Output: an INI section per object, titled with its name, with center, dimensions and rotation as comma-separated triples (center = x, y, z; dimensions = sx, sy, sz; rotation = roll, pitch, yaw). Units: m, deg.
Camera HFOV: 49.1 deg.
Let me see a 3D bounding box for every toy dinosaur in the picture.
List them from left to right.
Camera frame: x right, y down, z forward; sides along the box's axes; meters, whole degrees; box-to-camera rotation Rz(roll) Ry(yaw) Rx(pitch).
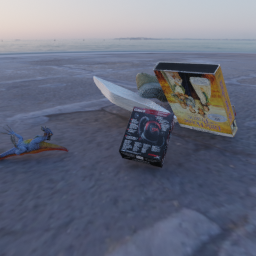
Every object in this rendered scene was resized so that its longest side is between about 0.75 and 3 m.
[toy dinosaur]
center = -2.453, 0.502, 6.661
dimensions = 1.384, 1.525, 0.801
rotation = -41, 11, -1

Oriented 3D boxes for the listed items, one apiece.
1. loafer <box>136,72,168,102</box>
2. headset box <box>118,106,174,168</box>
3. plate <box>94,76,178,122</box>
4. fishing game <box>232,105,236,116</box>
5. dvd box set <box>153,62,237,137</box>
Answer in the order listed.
[loafer]
center = 1.295, -1.715, 11.128
dimensions = 1.054, 0.976, 2.803
rotation = -35, -20, 30
[headset box]
center = 0.477, 0.128, 6.487
dimensions = 0.991, 0.500, 1.334
rotation = 11, 66, 16
[plate]
center = 0.154, -0.930, 9.747
dimensions = 2.638, 0.426, 2.632
rotation = 20, 13, -25
[fishing game]
center = 3.141, -0.717, 9.964
dimensions = 1.342, 0.961, 0.209
rotation = 17, 70, 34
[dvd box set]
center = 1.899, -0.762, 7.750
dimensions = 1.806, 2.468, 0.363
rotation = 15, 61, 40
